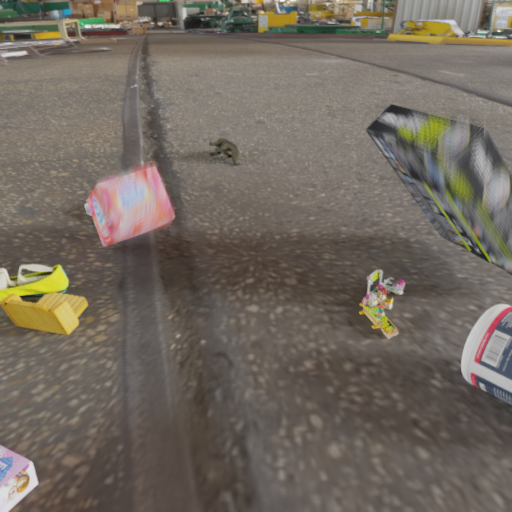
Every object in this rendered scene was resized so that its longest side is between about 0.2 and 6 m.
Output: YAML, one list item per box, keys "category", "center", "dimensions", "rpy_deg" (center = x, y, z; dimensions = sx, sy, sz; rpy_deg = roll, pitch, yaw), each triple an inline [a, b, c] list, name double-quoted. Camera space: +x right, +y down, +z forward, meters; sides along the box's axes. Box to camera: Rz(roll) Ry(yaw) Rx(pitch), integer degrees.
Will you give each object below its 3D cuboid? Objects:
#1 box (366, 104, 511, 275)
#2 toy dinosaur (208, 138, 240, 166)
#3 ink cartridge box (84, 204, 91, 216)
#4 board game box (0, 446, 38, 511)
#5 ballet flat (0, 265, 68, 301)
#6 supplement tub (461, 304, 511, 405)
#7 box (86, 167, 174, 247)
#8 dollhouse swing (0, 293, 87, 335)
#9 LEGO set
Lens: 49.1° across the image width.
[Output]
- category: "box"
  center: [3.623, -1.141, 10.030]
  dimensions: [0.707, 3.195, 2.559]
  rpy_deg: [-45, 30, 0]
- category: "toy dinosaur"
  center: [-0.881, -3.197, 16.794]
  dimensions: [0.856, 0.644, 1.673]
  rpy_deg: [-26, 34, -29]
- category: "ink cartridge box"
  center: [-3.181, -1.190, 13.178]
  dimensions: [1.293, 0.289, 1.139]
  rpy_deg: [21, 44, 34]
- category: "board game box"
  center: [-3.769, 2.628, 5.978]
  dimensions: [1.917, 0.395, 1.922]
  rpy_deg: [14, 31, 24]
- category: "ballet flat"
  center: [-4.243, 0.467, 9.881]
  dimensions: [1.742, 0.584, 0.582]
  rpy_deg: [-8, 30, -15]
- category: "supplement tub"
  center: [3.726, 1.473, 7.299]
  dimensions: [1.214, 1.214, 1.730]
  rpy_deg: [-23, 35, -37]
- category: "box"
  center: [-2.486, -0.898, 10.845]
  dimensions: [1.130, 1.043, 2.203]
  rpy_deg: [-21, 5, -21]
- category: "dollhouse swing"
  center: [-3.394, 0.743, 9.172]
  dimensions: [0.985, 0.895, 0.866]
  rpy_deg: [7, 50, 15]
- category: "LEGO set"
  center: [2.102, 0.713, 9.423]
  dimensions: [0.709, 0.574, 1.541]
  rpy_deg: [8, 29, 15]
